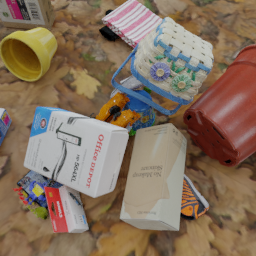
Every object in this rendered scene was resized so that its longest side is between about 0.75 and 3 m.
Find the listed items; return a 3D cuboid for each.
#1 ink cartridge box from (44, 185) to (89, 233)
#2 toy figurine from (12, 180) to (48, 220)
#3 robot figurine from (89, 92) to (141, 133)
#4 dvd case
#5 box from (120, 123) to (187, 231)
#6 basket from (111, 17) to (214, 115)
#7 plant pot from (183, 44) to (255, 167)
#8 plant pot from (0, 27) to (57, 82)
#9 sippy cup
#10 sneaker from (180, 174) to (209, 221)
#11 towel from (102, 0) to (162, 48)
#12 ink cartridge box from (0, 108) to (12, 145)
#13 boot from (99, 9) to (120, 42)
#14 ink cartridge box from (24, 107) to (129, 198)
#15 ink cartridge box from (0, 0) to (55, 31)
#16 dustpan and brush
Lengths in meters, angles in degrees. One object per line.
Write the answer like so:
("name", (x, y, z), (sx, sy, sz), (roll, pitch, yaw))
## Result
("ink cartridge box", (-1.691, 2.214, 7.750), (0.294, 1.157, 1.314), (-32, 60, 16))
("toy figurine", (-2.602, 1.919, 8.102), (1.287, 0.679, 0.771), (39, 77, 21))
("robot figurine", (-0.626, 0.019, 8.786), (2.146, 0.625, 1.556), (-47, 53, 24))
("dvd case", (-2.664, 1.768, 8.602), (1.271, 0.112, 0.907), (35, 66, 19))
("box", (0.794, 1.376, 7.964), (1.313, 1.075, 2.765), (-12, 53, 34))
("basket", (0.931, -1.543, 7.839), (2.238, 2.538, 1.766), (24, 54, -12))
("plant pot", (3.450, -0.499, 8.550), (2.852, 2.932, 2.932), (-38, 66, -10))
("plant pot", (-3.581, -2.930, 10.588), (1.768, 1.768, 1.663), (16, 44, 9))
("sippy cup", (0.338, -0.614, 9.396), (1.267, 1.182, 1.613), (-11, 60, -6))
("sneaker", (1.532, 1.972, 8.186), (0.895, 0.619, 1.597), (-33, 64, -19))
("towel", (0.575, -4.258, 11.717), (2.784, 0.416, 2.037), (41, 64, 9))
("ink cartridge box", (-4.955, 0.357, 9.011), (1.498, 0.838, 2.196), (9, 58, 5))
("boot", (-0.754, -4.410, 12.056), (1.445, 0.535, 1.184), (40, 66, 16))
("ink cartridge box", (-1.495, 0.596, 7.978), (2.566, 1.082, 1.873), (16, 96, 24))
("ink cartridge box", (-4.352, -5.333, 11.381), (2.131, 2.587, 0.972), (5, 60, 4))
("dustpan and brush", (0.455, -1.743, 9.300), (2.232, 1.558, 0.639), (-23, 93, 21))
